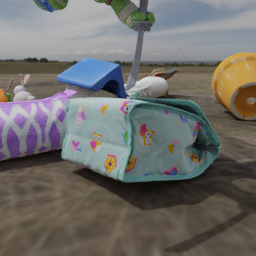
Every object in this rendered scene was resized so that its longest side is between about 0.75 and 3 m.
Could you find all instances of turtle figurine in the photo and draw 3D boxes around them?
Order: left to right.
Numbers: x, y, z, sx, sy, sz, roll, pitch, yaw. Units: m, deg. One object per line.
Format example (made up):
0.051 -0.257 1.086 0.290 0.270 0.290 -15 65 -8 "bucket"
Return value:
0.089 -2.151 3.417 2.025 2.728 2.814 40 12 -32 "turtle figurine"

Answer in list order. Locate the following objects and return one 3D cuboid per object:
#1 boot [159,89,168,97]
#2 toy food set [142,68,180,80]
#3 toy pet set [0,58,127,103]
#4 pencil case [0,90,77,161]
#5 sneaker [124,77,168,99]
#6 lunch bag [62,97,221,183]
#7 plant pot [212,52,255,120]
1.142 -1.950 14.062 1.661 0.774 2.148 -1 13 4 "boot"
1.081 -2.275 14.305 1.889 0.468 2.972 -4 -13 -34 "toy food set"
-1.650 -1.067 6.813 2.780 1.581 2.978 18 3 30 "toy pet set"
-2.228 -0.030 4.820 2.719 1.163 1.141 -8 17 -33 "pencil case"
0.365 -1.523 12.068 2.767 1.041 1.224 -7 21 5 "sneaker"
0.236 0.110 4.255 1.930 1.177 1.644 2 5 -39 "lunch bag"
3.629 -1.152 8.598 1.928 1.928 1.765 3 29 12 "plant pot"
